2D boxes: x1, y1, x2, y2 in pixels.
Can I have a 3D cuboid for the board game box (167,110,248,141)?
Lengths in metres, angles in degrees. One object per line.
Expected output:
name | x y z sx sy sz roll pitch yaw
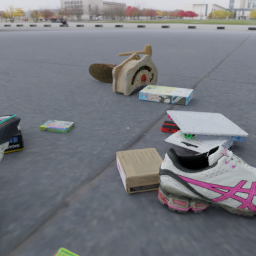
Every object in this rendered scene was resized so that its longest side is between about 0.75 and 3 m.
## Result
board game box | 2.003 -0.080 7.404 1.640 0.212 1.639 3 22 -9

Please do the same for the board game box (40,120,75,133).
board game box | -2.072 -0.055 8.223 0.839 0.122 0.565 6 23 13

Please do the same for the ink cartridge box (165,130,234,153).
ink cartridge box | 1.798 0.353 6.992 1.192 0.352 1.489 18 30 36

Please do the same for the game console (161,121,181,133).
game console | 1.405 -0.020 8.166 0.824 0.128 0.729 7 20 16

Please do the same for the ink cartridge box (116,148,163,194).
ink cartridge box | 0.284 0.842 5.754 0.884 0.403 1.073 -6 24 -11

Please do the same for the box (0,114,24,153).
box | -3.769 0.229 7.107 1.977 0.488 1.579 -11 24 -24

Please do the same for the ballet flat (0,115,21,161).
ballet flat | -2.834 0.525 5.129 2.098 0.766 0.766 -31 35 -22

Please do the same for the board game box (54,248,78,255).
board game box | -0.817 2.277 2.119 1.346 0.631 2.649 12 26 25

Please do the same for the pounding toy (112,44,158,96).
pounding toy | 0.217 -2.389 12.177 1.562 1.557 2.723 19 49 37

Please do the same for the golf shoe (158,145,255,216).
golf shoe | 1.750 0.867 4.832 2.416 1.112 0.877 1 23 -2

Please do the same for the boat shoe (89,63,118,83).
boat shoe | -0.672 -2.588 13.315 2.376 0.855 0.803 11 20 9

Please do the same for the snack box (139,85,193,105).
snack box | 1.481 -1.297 10.814 1.866 0.346 1.084 9 25 21
